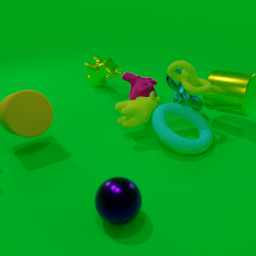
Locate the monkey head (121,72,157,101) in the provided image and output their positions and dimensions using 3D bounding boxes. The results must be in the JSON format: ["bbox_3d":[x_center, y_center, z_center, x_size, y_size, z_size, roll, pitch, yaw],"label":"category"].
[{"bbox_3d":[0.334,-1.251,9.660,1.345,1.126,1.869,27,36,12],"label":"monkey head"}]

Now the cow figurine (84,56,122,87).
[{"bbox_3d":[-0.987,-2.194,11.313,1.629,1.656,0.909,37,62,19],"label":"cow figurine"}]

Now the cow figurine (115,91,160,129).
[{"bbox_3d":[0.426,-0.526,8.317,1.548,0.864,1.573,-14,15,-13],"label":"cow figurine"}]

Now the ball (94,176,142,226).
[{"bbox_3d":[-0.185,1.403,5.415,0.922,0.922,0.922,0,29,0],"label":"ball"}]

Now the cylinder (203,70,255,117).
[{"bbox_3d":[3.201,-1.095,8.685,1.282,1.282,1.282,17,33,38],"label":"cylinder"}]

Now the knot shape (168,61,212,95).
[{"bbox_3d":[1.835,-1.433,8.353,1.344,0.621,1.258,43,12,9],"label":"knot shape"}]

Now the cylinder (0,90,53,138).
[{"bbox_3d":[-2.766,-0.368,7.506,1.202,1.202,1.202,-19,12,-30],"label":"cylinder"}]

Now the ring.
[{"bbox_3d":[1.545,-0.031,7.934,1.835,0.367,1.835,13,42,-12],"label":"ring"}]

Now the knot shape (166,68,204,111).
[{"bbox_3d":[1.982,-1.178,9.512,0.775,1.678,1.570,-29,62,-6],"label":"knot shape"}]
